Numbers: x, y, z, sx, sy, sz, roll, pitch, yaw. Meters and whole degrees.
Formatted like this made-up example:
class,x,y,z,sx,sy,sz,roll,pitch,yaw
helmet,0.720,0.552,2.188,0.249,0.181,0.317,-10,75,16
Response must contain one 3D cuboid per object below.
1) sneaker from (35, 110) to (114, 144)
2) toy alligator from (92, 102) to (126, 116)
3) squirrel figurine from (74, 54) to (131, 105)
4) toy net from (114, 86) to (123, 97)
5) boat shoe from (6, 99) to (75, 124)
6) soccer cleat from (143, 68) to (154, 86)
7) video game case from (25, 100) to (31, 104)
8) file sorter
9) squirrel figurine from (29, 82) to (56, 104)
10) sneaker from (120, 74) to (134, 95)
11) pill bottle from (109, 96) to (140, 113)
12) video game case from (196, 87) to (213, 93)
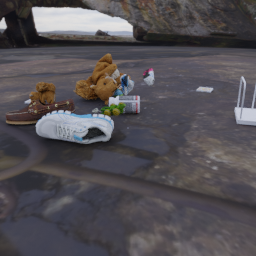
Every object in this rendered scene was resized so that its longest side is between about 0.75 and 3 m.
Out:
class,x,y,z,sx,sy,sz,roll,pitch,yaw
sneaker,-1.942,0.064,10.143,2.882,1.080,1.249,-2,26,-4
toy alligator,-0.736,-0.709,11.834,1.850,0.445,0.613,-5,36,41
squirrel figurine,-1.483,-2.284,15.463,2.860,2.024,2.669,-24,34,22
toy net,-0.653,-2.222,17.059,0.947,0.349,1.805,-8,16,14
boat shoe,-3.823,-0.777,12.275,2.973,1.045,1.046,-5,21,-10
soccer cleat,0.971,-2.319,12.834,0.468,0.578,1.340,-24,21,22
video game case,-5.088,-1.473,15.368,0.844,0.097,0.768,5,22,11
file sorter,6.349,-1.163,12.239,2.866,1.784,1.989,7,22,15
squirrel figurine,-4.413,-1.780,14.433,1.257,1.347,0.953,7,25,-8
sneaker,0.008,-1.786,11.045,0.507,1.171,0.439,-32,72,-14
pill bottle,-0.162,-1.127,13.437,1.444,0.837,0.837,1,21,2
video game case,4.910,-2.446,17.881,0.876,0.110,0.962,10,23,24
